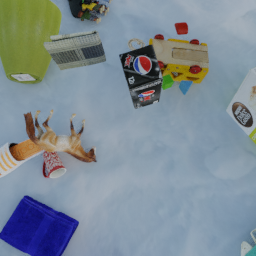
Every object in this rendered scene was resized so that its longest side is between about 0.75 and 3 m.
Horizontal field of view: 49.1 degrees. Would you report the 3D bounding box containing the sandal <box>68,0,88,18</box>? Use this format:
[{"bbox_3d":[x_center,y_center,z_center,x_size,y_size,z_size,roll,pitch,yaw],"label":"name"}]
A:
[{"bbox_3d":[-2.407,-6.059,12.508,1.002,0.638,2.665,-21,66,-10],"label":"sandal"}]

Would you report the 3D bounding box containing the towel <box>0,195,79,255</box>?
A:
[{"bbox_3d":[-2.593,2.949,8.131,1.944,0.482,1.435,23,65,11],"label":"towel"}]

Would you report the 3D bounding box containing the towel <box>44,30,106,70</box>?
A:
[{"bbox_3d":[-1.153,-1.729,6.281,1.206,1.161,0.208,-10,73,2],"label":"towel"}]

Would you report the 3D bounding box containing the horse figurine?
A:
[{"bbox_3d":[-2.205,0.245,9.060,2.505,0.625,1.660,13,62,-32],"label":"horse figurine"}]

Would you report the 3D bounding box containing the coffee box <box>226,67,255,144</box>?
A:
[{"bbox_3d":[5.110,-0.836,8.905,2.441,2.437,2.414,-29,67,-13],"label":"coffee box"}]

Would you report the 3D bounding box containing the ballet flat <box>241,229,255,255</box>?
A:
[{"bbox_3d":[3.681,3.359,7.906,2.137,0.720,0.752,-37,45,-17],"label":"ballet flat"}]

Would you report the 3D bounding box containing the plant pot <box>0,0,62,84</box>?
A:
[{"bbox_3d":[-3.728,-3.060,10.283,2.471,2.471,2.641,0,81,0],"label":"plant pot"}]

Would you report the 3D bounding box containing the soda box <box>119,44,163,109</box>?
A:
[{"bbox_3d":[0.362,-1.183,7.156,0.787,2.484,0.879,-16,83,2],"label":"soda box"}]

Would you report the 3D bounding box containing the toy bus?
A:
[{"bbox_3d":[1.605,-2.407,10.279,2.519,1.379,2.669,-37,77,-19],"label":"toy bus"}]

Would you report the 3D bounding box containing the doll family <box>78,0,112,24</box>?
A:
[{"bbox_3d":[-1.483,-5.334,12.066,1.167,0.792,2.019,21,49,9],"label":"doll family"}]

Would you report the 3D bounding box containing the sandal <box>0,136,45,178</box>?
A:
[{"bbox_3d":[-3.670,0.765,9.123,2.255,0.646,0.864,-32,68,-15],"label":"sandal"}]

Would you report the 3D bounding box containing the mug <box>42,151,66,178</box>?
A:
[{"bbox_3d":[-2.480,1.155,9.003,0.733,0.551,0.826,-24,63,-14],"label":"mug"}]
